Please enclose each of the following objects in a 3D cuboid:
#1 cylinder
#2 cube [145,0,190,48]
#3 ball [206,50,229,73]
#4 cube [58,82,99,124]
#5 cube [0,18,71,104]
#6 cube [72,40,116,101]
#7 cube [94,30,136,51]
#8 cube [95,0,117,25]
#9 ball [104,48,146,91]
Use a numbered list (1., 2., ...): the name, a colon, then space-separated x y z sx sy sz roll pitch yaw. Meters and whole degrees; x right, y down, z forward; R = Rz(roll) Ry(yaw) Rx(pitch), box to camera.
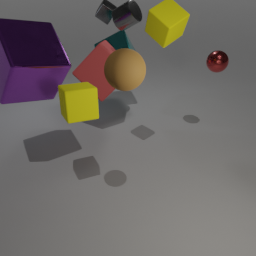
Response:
1. cylinder: -0.031 -3.491 8.697 0.700 0.700 0.700 -16 18 35
2. cube: 0.923 -2.523 6.733 0.700 0.700 0.700 -38 75 -19
3. ball: 2.896 -2.152 9.074 0.700 0.700 0.700 0 30 0
4. cube: -1.092 -0.575 6.160 0.700 0.700 0.700 -11 23 -22
5. cube: -2.453 -1.582 6.775 1.400 1.400 1.400 -12 67 -40
6. cube: -0.862 -2.043 9.872 1.400 1.400 1.400 44 18 -13
7. cube: -0.385 -2.846 11.495 1.400 1.400 1.400 -24 52 13
8. cube: -1.006 -5.331 12.827 0.700 0.700 0.700 29 40 -22
9. ball: -0.050 -0.970 4.683 0.700 0.700 0.700 0 30 0
